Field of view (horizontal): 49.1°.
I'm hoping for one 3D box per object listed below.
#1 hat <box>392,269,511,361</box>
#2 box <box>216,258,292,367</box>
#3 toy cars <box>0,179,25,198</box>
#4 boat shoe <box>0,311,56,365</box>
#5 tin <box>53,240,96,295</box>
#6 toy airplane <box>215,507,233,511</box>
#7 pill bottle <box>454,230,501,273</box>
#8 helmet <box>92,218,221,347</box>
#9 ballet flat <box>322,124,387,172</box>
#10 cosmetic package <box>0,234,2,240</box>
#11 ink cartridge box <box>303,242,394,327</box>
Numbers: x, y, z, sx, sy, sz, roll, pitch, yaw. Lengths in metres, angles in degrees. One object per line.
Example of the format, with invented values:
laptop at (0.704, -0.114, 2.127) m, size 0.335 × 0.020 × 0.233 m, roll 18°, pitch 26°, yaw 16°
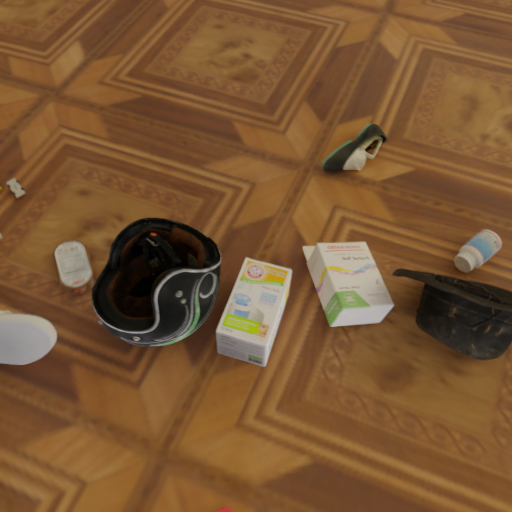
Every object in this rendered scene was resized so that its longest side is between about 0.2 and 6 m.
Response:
hat at (3.150, 0.934, 8.175) m, size 2.555 × 2.555 × 1.031 m, roll 13°, pitch 95°, yaw 9°
box at (-0.017, 0.841, 8.579) m, size 0.792 × 0.714 × 1.409 m, roll 15°, pitch 56°, yaw 10°
toy cars at (-4.675, -1.269, 10.435) m, size 0.861 × 0.191 × 0.386 m, roll 11°, pitch 63°, yaw 3°
boat shoe at (-3.769, 1.145, 8.091) m, size 2.221 × 0.799 × 0.730 m, roll -16°, pitch 26°, yaw 20°
tin at (-3.044, 0.173, 9.340) m, size 0.590 × 0.221 × 1.054 m, roll -18°, pitch 57°, yaw -15°
toy airplane at (-0.742, 4.035, 6.414) m, size 2.722 × 0.501 × 2.722 m, roll 2°, pitch 58°, yaw -4°
pill bottle at (3.704, -0.067, 9.411) m, size 0.796 × 0.433 × 0.433 m, roll -35°, pitch 61°, yaw -23°
helmet at (-1.443, 0.478, 8.248) m, size 1.782 × 1.699 × 1.782 m, roll 22°, pitch 26°, yaw -12°
ballet flat at (1.963, -2.015, 10.763) m, size 0.554 × 0.551 × 1.621 m, roll 41°, pitch 64°, yaw 16°
cosmetic package at (-4.882, -0.467, 9.754) m, size 0.787 × 0.343 × 0.407 m, roll 31°, pitch 61°, yaw 20°
ink cartridge box at (1.421, 0.297, 8.957) m, size 0.934 × 0.537 × 1.594 m, roll -2°, pitch 52°, yaw -21°
